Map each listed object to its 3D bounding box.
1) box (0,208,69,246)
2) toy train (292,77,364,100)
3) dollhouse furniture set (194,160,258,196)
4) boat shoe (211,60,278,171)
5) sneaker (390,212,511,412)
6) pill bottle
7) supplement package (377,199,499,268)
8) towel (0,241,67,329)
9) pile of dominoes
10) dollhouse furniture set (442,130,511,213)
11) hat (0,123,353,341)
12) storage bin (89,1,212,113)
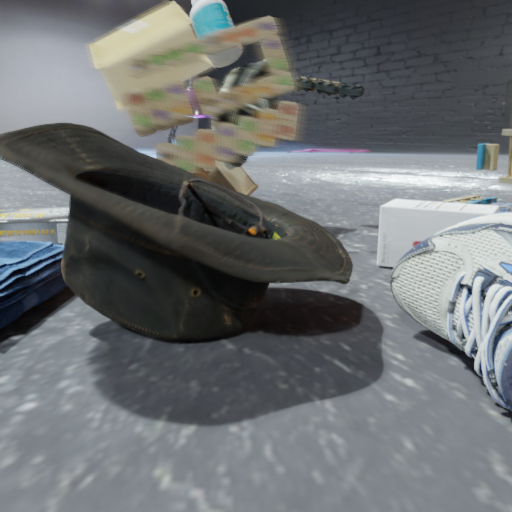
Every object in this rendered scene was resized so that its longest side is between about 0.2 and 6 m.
[{"bbox_3d":[-4.071,-0.489,10.223,2.352,0.569,1.863,-1,13,-7],"label":"box"},{"bbox_3d":[1.494,-3.570,11.813,1.811,0.309,0.415,24,35,39],"label":"toy train"},{"bbox_3d":[-1.534,-1.120,12.722,2.859,1.396,2.439,-36,7,34],"label":"dollhouse furniture set"},{"bbox_3d":[-0.144,-2.895,11.013,1.040,1.105,3.076,-9,44,24],"label":"boat shoe"},{"bbox_3d":[2.222,0.527,4.288,1.522,1.376,3.572,-13,17,-30],"label":"sneaker"},{"bbox_3d":[-0.864,-4.650,11.400,0.793,1.431,0.793,-19,-11,-4],"label":"pill bottle"},{"bbox_3d":[2.748,-0.296,8.506,1.597,0.968,0.956,7,15,27],"label":"supplement package"},{"bbox_3d":[-3.332,0.349,6.322,1.622,0.705,2.905,1,13,6],"label":"towel"},{"bbox_3d":[-0.711,-2.679,9.440,2.863,2.232,0.456,-19,-1,-3],"label":"pile of dominoes"},{"bbox_3d":[4.572,-1.351,10.642,1.444,2.060,1.452,-12,18,-43],"label":"dollhouse furniture set"},{"bbox_3d":[-0.968,-0.061,6.006,3.854,1.555,3.854,21,16,-6],"label":"hat"},{"bbox_3d":[-2.132,-3.961,10.968,1.963,0.920,1.949,-28,39,0],"label":"storage bin"}]
